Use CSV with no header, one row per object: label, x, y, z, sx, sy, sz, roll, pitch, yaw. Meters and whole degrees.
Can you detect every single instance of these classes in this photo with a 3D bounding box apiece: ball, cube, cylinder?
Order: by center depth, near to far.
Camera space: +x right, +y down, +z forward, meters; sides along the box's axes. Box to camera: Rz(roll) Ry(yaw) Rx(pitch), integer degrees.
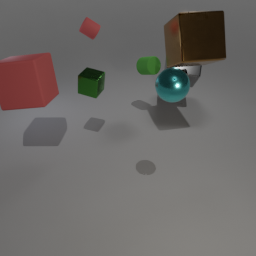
ball,0.899,-0.867,5.659,0.700,0.700,0.700,0,32,0
cube,2.022,-2.683,8.651,1.400,1.400,1.400,-7,7,-10
cube,-3.135,-1.465,8.674,1.400,1.400,1.400,-4,23,7
cube,-1.232,-1.529,9.454,0.700,0.700,0.700,17,39,10
cylinder,0.804,-2.441,10.983,0.700,0.700,0.700,-23,21,-32
cube,2.337,-2.706,12.041,1.400,1.400,1.400,9,-9,2
cylinder,-1.670,-4.356,12.254,0.700,0.700,0.700,27,24,-23
